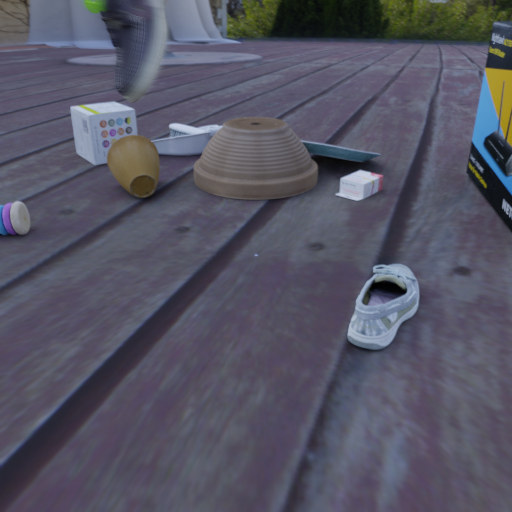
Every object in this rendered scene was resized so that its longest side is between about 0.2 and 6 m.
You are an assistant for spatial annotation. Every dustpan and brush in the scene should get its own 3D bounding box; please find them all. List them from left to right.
[{"bbox_3d":[-1.333,-2.889,13.485,2.762,0.791,1.928,18,31,32],"label":"dustpan and brush"}]

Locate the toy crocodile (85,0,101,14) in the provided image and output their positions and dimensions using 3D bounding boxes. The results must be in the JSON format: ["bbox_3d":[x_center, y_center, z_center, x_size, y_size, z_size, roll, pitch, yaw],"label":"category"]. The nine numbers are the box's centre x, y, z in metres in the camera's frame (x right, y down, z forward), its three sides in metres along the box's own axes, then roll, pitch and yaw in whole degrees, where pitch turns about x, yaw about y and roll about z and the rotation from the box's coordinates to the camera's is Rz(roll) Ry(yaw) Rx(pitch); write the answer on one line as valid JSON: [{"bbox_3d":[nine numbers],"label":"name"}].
[{"bbox_3d":[-2.468,-4.732,9.868,1.362,0.421,0.460,-27,29,32],"label":"toy crocodile"}]

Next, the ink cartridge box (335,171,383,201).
[{"bbox_3d":[1.997,-1.370,10.871,0.541,0.313,0.929,19,32,35],"label":"ink cartridge box"}]

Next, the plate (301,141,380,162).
[{"bbox_3d":[1.722,-2.326,12.501,2.070,0.265,2.070,9,12,-2],"label":"plate"}]

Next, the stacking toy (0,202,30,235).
[{"bbox_3d":[-4.357,-0.530,9.012,1.270,0.542,0.542,-8,26,0],"label":"stacking toy"}]

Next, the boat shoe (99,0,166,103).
[{"bbox_3d":[-1.700,-3.270,7.539,0.818,2.523,0.908,18,-22,-37],"label":"boat shoe"}]

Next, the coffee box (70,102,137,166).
[{"bbox_3d":[-3.510,-2.878,13.049,1.133,1.144,1.146,-18,31,-32],"label":"coffee box"}]

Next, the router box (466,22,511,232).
[{"bbox_3d":[4.739,-2.219,9.465,1.047,3.059,4.101,3,25,5],"label":"router box"}]

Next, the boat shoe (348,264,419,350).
[{"bbox_3d":[1.563,0.476,6.721,0.639,0.556,1.734,14,29,27],"label":"boat shoe"}]

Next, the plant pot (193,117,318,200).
[{"bbox_3d":[-0.001,-2.115,11.428,2.588,1.194,2.588,1,26,0],"label":"plant pot"}]

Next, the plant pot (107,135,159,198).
[{"bbox_3d":[-2.285,-1.623,10.785,1.025,1.025,1.100,-9,40,-17],"label":"plant pot"}]
